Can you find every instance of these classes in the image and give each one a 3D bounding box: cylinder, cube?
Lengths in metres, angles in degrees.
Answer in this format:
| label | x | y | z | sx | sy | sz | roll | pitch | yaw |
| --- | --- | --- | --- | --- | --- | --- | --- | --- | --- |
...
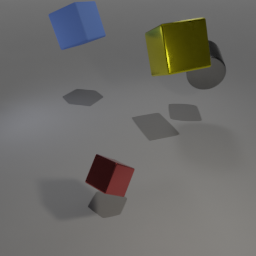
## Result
| label | x | y | z | sx | sy | sz | roll | pitch | yaw |
| --- | --- | --- | --- | --- | --- | --- | --- | --- | --- |
| cylinder | 2.883 | -2.408 | 10.632 | 1.400 | 1.400 | 1.400 | 2 | 41 | 4 |
| cube | -1.977 | -4.054 | 11.087 | 1.400 | 1.400 | 1.400 | -8 | 19 | 31 |
| cube | -0.409 | 1.085 | 6.398 | 0.700 | 0.700 | 0.700 | 18 | -5 | 41 |
| cube | 1.483 | -2.402 | 8.527 | 1.400 | 1.400 | 1.400 | -13 | 12 | -14 |
